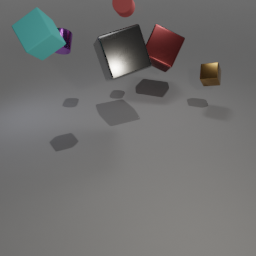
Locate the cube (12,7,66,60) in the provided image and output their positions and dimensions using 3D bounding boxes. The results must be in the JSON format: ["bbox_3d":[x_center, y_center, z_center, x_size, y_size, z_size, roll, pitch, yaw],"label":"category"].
[{"bbox_3d":[-1.936,-2.033,6.142,0.700,0.700,0.700,-32,-7,10],"label":"cube"}]

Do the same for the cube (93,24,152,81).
[{"bbox_3d":[-0.221,-2.475,9.439,1.400,1.400,1.400,-21,12,-10],"label":"cube"}]

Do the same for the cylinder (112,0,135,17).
[{"bbox_3d":[-0.142,-4.268,9.709,0.700,0.700,0.700,5,11,8],"label":"cylinder"}]

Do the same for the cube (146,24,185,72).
[{"bbox_3d":[1.473,-3.480,12.428,1.400,1.400,1.400,25,1,-3],"label":"cube"}]

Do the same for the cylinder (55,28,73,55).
[{"bbox_3d":[-2.368,-3.085,9.998,0.700,0.700,0.700,5,-8,1],"label":"cylinder"}]

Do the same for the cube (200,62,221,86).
[{"bbox_3d":[3.374,-2.175,11.430,0.700,0.700,0.700,0,-17,28],"label":"cube"}]
